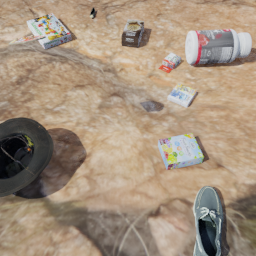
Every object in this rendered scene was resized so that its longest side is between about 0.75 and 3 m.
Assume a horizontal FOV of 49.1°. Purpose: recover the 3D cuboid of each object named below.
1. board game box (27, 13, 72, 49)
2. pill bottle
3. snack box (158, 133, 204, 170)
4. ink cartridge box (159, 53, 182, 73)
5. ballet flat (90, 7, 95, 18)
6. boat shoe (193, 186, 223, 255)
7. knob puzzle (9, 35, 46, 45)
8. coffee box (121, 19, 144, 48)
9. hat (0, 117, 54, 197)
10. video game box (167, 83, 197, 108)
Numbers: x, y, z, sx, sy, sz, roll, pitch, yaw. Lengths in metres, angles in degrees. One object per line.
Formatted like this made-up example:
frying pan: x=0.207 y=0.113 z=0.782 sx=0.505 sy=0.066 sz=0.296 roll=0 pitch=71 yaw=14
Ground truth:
board game box: x=-4.264 y=-5.248 z=15.069 sx=1.540 sy=0.422 sz=2.439 roll=-27 pitch=56 yaw=-19
pill bottle: x=4.244 y=-3.853 z=13.265 sx=2.786 sy=1.542 sz=1.542 roll=-3 pitch=52 yaw=-2
snack box: x=1.905 y=0.843 z=10.239 sx=1.347 sy=0.456 sz=1.136 roll=-10 pitch=52 yaw=-10
ink cartridge box: x=2.018 y=-3.142 z=13.493 sx=0.616 sy=0.285 sz=1.130 roll=31 pitch=57 yaw=23
ballet flat: x=-2.089 y=-6.716 z=16.342 sx=0.304 sy=0.260 sz=0.914 roll=1 pitch=52 yaw=1
boat shoe: x=2.473 y=2.827 z=8.444 sx=0.941 sy=0.798 sz=2.584 roll=10 pitch=52 yaw=8
knob puzzle: x=-2.552 y=-2.324 z=7.207 sx=0.949 sy=0.132 sz=0.949 roll=-6 pitch=27 yaw=3
coffee box: x=0.263 y=-4.980 z=14.725 sx=0.907 sy=0.641 sz=1.605 roll=10 pitch=52 yaw=7
hat: x=-3.887 y=1.111 z=9.540 sx=2.924 sy=1.180 sz=2.924 roll=0 pitch=58 yaw=-1
video game box: x=2.360 y=-1.437 z=12.186 sx=0.934 sy=0.240 sz=1.026 roll=27 pitch=56 yaw=17
